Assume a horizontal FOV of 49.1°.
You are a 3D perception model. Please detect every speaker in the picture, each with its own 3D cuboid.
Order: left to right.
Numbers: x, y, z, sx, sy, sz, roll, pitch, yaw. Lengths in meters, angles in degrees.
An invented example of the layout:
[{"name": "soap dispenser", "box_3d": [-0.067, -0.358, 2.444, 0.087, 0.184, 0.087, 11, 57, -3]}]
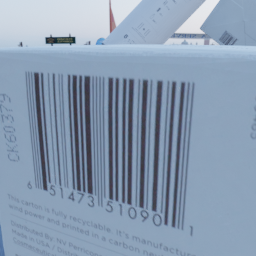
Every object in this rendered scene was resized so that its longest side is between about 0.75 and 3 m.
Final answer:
[{"name": "speaker", "box_3d": [0.681, -2.548, 6.482, 1.086, 2.676, 1.086, 44, 5, -4]}]

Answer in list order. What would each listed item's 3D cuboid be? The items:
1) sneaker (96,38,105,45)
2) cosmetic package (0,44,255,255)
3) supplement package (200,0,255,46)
[{"name": "sneaker", "box_3d": [-0.009, -2.182, 8.359, 2.145, 0.841, 0.965, 14, 47, -31]}, {"name": "cosmetic package", "box_3d": [0.397, 0.252, 3.211, 2.314, 2.316, 2.807, 8, 18, 25]}, {"name": "supplement package", "box_3d": [3.539, -3.156, 8.146, 1.718, 1.705, 2.264, 42, 35, 9]}]
